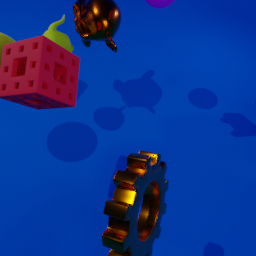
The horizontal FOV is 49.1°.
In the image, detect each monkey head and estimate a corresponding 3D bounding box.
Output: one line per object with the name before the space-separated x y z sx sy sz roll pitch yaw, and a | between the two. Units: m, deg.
monkey head | -0.773 -2.744 7.403 1.201 1.434 1.993 -5 73 -3

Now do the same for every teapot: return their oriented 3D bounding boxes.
teapot | -1.667 -1.949 6.734 0.711 1.451 0.902 -13 26 -28

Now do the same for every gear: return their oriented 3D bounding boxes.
gear | 0.163 1.060 3.704 0.273 1.478 1.478 7 56 26

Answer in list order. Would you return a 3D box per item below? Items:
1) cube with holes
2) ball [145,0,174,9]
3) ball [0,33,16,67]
cube with holes | -1.529 -0.898 4.887 0.928 0.928 0.928 -1 80 28
ball | 0.738 -3.187 6.409 0.836 0.836 0.836 0 57 0
ball | -2.905 -1.412 6.073 1.317 1.317 1.317 0 57 0
